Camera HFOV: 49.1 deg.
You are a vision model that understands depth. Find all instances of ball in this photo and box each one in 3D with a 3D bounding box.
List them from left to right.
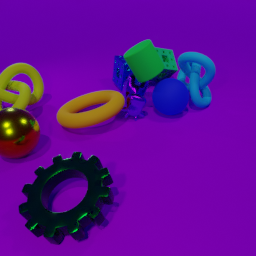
[{"bbox_3d":[-2.501,0.108,6.129,1.120,1.120,1.120,0,30,0],"label":"ball"},{"bbox_3d":[1.194,-0.878,7.887,1.035,1.035,1.035,0,30,0],"label":"ball"}]

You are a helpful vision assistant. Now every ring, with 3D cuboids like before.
[{"bbox_3d":[-1.002,-0.540,7.562,1.882,0.376,1.882,-13,25,6],"label":"ring"}]

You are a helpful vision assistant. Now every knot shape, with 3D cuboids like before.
[{"bbox_3d":[-3.307,-0.951,7.868,1.930,0.892,1.806,-6,54,-21],"label":"knot shape"},{"bbox_3d":[1.986,-1.584,8.511,0.816,1.767,1.653,-19,30,-2],"label":"knot shape"}]

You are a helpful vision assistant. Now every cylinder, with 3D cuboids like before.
[{"bbox_3d":[0.444,-1.831,7.684,0.846,0.846,0.846,-28,25,14],"label":"cylinder"}]

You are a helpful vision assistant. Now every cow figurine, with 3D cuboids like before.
[{"bbox_3d":[0.138,-0.867,8.183,0.772,1.385,1.407,16,-9,-12],"label":"cow figurine"}]

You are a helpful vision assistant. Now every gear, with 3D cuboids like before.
[{"bbox_3d":[-1.027,1.114,4.736,1.564,0.289,1.564,-8,46,9],"label":"gear"}]

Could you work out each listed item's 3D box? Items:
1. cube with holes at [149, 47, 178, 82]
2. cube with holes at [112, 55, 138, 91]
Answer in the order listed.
[{"bbox_3d":[1.087,-2.189,9.785,0.822,0.822,0.822,0,69,-30],"label":"cube with holes"},{"bbox_3d":[0.081,-1.909,9.638,0.923,0.923,0.923,-6,32,-22],"label":"cube with holes"}]
